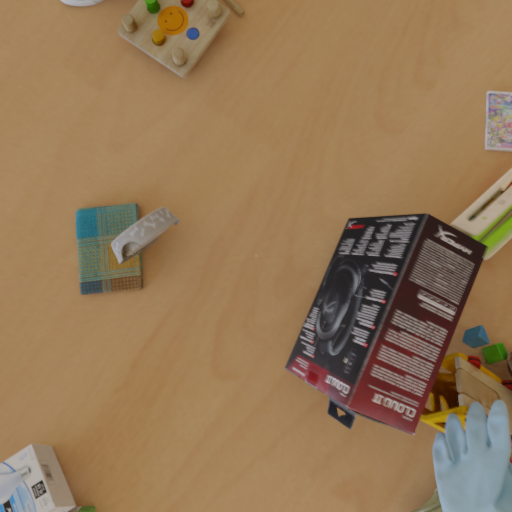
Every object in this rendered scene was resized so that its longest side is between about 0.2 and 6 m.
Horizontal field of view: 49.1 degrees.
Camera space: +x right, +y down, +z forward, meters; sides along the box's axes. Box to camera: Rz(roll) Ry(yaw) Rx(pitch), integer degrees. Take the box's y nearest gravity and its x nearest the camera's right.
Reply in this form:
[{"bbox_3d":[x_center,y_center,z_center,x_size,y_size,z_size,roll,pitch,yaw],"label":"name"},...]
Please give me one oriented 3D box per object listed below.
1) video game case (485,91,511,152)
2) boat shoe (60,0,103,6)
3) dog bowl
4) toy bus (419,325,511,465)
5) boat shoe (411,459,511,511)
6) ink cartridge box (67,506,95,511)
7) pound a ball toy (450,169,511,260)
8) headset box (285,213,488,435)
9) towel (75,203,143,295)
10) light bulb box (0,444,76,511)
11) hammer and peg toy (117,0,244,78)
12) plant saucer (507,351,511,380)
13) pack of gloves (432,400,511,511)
[{"bbox_3d":[5.051,-2.694,11.248,0.858,0.108,1.199,4,84,1],"label":"video game case"},{"bbox_3d":[-3.044,-5.647,11.220,2.096,0.743,0.755,-15,84,-2],"label":"boat shoe"},{"bbox_3d":[-2.058,-0.403,10.295,1.373,1.373,0.403,-37,94,-3],"label":"dog bowl"},{"bbox_3d":[3.882,2.752,10.105,1.266,2.312,2.450,-31,82,41],"label":"toy bus"},{"bbox_3d":[3.737,4.397,10.266,2.458,0.885,0.762,-18,68,-10],"label":"boat shoe"},{"bbox_3d":[-3.329,5.315,10.307,0.656,0.375,1.263,-2,84,0],"label":"ink cartridge box"},{"bbox_3d":[4.572,-1.121,10.577,2.026,0.861,1.321,-43,126,-4],"label":"pound a ball toy"},{"bbox_3d":[1.981,1.136,9.487,1.351,2.604,3.500,24,84,-16],"label":"headset box"},{"bbox_3d":[-2.873,-0.139,10.966,1.258,0.186,1.716,-5,86,-1],"label":"towel"},{"bbox_3d":[-4.160,4.273,10.037,1.269,0.792,1.258,-33,65,-4],"label":"light bulb box"},{"bbox_3d":[-1.389,-4.888,11.098,1.739,0.834,2.364,35,85,3],"label":"hammer and peg toy"},{"bbox_3d":[5.155,2.334,10.218,1.434,1.434,0.230,31,122,3],"label":"plant saucer"},{"bbox_3d":[4.025,3.147,7.197,3.224,3.838,0.757,-29,114,24],"label":"pack of gloves"}]
